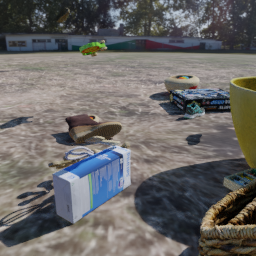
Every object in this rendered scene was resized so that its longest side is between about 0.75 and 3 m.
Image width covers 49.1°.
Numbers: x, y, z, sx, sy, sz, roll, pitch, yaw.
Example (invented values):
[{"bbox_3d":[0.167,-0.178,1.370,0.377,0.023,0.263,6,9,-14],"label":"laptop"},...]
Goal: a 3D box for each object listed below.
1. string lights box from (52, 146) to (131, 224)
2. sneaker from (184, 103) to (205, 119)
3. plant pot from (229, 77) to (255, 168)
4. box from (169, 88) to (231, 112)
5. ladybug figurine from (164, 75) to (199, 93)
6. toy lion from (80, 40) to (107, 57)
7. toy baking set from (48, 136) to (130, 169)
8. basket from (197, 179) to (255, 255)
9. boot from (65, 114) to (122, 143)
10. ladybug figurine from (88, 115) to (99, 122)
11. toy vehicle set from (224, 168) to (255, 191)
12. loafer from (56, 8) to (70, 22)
[{"bbox_3d":[-0.638,1.051,5.650,0.507,0.883,1.719,14,23,35],"label":"string lights box"},{"bbox_3d":[2.774,-0.760,11.481,0.477,0.561,1.231,17,25,41],"label":"sneaker"},{"bbox_3d":[3.826,0.033,6.717,2.943,2.089,2.943,2,19,-1],"label":"plant pot"},{"bbox_3d":[3.509,-1.338,13.074,2.675,0.615,2.126,-3,19,-9],"label":"box"},{"bbox_3d":[3.013,-2.390,15.638,1.802,0.955,2.655,12,22,32],"label":"ladybug figurine"},{"bbox_3d":[-1.532,-3.243,11.503,1.118,0.400,1.166,-20,5,-39],"label":"toy lion"},{"bbox_3d":[-0.785,0.634,6.149,1.636,0.248,2.131,-5,-20,-39],"label":"toy baking set"},{"bbox_3d":[2.035,1.213,3.908,2.302,1.715,1.643,-17,25,-39],"label":"basket"},{"bbox_3d":[-1.174,-0.160,9.310,1.682,0.608,1.399,-15,37,-16],"label":"boot"},{"bbox_3d":[-1.364,-0.198,10.139,0.652,0.346,0.961,-2,20,0],"label":"ladybug figurine"},{"bbox_3d":[2.968,1.339,5.860,0.992,0.212,1.596,-11,22,-29],"label":"toy vehicle set"},{"bbox_3d":[-2.729,-4.797,11.917,0.318,0.358,0.942,-1,-8,-44],"label":"loafer"}]
